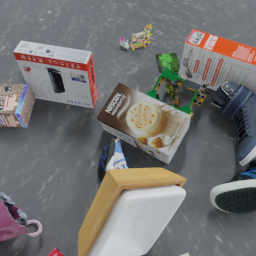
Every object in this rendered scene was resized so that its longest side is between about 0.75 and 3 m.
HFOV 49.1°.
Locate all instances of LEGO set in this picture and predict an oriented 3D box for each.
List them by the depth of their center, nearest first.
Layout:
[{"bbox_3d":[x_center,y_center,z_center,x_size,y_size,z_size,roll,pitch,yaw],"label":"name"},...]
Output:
[{"bbox_3d":[1.630,-1.031,9.130,1.891,1.096,1.454,20,87,24],"label":"LEGO set"},{"bbox_3d":[0.521,-3.673,10.939,1.725,0.642,0.794,-39,64,-23],"label":"LEGO set"}]

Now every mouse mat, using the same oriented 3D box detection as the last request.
[{"bbox_3d":[1.499,-2.449,10.489,0.810,0.038,1.007,-5,55,-3],"label":"mouse mat"}]

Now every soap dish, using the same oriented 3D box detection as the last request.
[{"bbox_3d":[0.016,1.841,5.976,1.803,2.292,0.931,4,32,-37],"label":"soap dish"}]

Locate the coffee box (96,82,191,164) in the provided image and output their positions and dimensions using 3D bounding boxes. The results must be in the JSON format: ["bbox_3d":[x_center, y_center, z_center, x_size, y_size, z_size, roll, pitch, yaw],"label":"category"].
[{"bbox_3d":[0.454,-0.148,8.213,2.363,0.942,1.351,27,75,17],"label":"coffee box"}]

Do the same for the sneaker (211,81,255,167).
[{"bbox_3d":[3.214,-0.251,8.293,1.956,1.029,2.706,34,53,9],"label":"sneaker"}]

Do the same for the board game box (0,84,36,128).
[{"bbox_3d":[-3.901,-0.722,8.893,1.522,0.737,1.214,1,56,2],"label":"board game box"}]

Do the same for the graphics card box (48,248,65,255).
[{"bbox_3d":[-1.198,4.026,5.756,2.612,0.664,1.639,37,63,21],"label":"graphics card box"}]

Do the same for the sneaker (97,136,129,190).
[{"bbox_3d":[-0.316,1.258,7.648,0.873,0.858,2.266,14,53,-19],"label":"sneaker"}]

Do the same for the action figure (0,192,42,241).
[{"bbox_3d":[-3.370,2.643,6.688,2.043,1.521,1.369,-52,30,-12],"label":"action figure"}]

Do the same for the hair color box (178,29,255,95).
[{"bbox_3d":[3.195,-2.027,9.283,2.804,1.555,0.896,23,58,14],"label":"hair color box"}]

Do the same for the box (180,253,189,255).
[{"bbox_3d":[1.279,3.620,6.067,0.717,0.587,1.510,-15,57,-10],"label":"box"}]

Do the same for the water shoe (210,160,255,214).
[{"bbox_3d":[3.416,1.472,7.477,2.795,0.999,1.103,-9,30,-6],"label":"water shoe"}]

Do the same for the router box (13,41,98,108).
[{"bbox_3d":[-2.135,-1.606,8.739,2.218,1.991,0.542,10,56,8],"label":"router box"}]
